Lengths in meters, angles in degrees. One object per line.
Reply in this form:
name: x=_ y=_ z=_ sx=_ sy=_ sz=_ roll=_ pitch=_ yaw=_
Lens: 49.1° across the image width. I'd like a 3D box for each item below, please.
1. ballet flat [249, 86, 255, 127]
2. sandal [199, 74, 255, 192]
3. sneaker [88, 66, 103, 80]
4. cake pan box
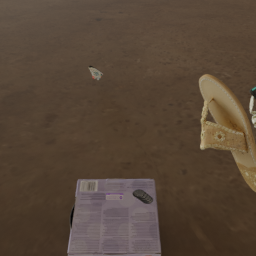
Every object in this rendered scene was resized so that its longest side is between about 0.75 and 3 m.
ballet flat: x=3.586 y=-0.408 z=7.389 sx=0.645 sy=1.887 sz=0.642 roll=-16 pitch=34 yaw=21
sandal: x=2.029 y=0.320 z=5.921 sx=0.951 sy=2.893 sz=1.061 roll=-31 pitch=4 yaw=-13
sneaker: x=-1.226 y=-2.006 z=10.323 sx=0.268 sy=0.356 sz=0.761 roll=34 pitch=5 yaw=31
cake pan box: x=-0.267 y=1.717 z=5.364 sx=1.702 sy=0.445 sz=1.567 roll=0 pitch=42 yaw=-3
